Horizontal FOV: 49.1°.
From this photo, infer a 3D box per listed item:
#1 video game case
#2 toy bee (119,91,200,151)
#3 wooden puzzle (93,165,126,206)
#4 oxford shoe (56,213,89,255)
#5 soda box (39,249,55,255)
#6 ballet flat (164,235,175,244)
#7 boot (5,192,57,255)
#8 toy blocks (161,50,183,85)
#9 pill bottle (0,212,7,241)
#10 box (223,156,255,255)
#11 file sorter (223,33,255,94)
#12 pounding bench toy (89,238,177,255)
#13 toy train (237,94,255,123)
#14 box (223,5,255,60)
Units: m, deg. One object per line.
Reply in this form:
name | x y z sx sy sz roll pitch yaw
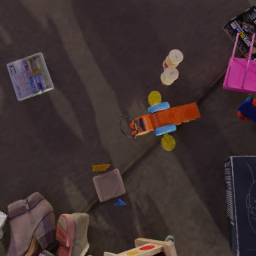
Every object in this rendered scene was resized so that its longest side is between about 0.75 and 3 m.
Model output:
video game case | -3.338 -1.761 9.566 1.255 0.152 1.378 -21 79 -4
toy bee | 0.760 -0.273 8.798 2.797 1.520 1.831 10 73 -24
wooden puzzle | -0.598 1.808 8.908 0.957 0.166 1.419 -13 79 2
oxford shoe | -1.559 3.765 8.163 0.951 0.912 2.576 3 96 -39
soda box | -2.692 4.351 8.284 0.459 0.427 1.343 29 82 5
ballet flat | 1.074 3.720 8.453 0.346 0.327 1.027 34 81 6
boot | -3.221 3.064 8.412 2.248 0.789 1.643 -29 74 -7
toy blocks | 1.250 -1.749 8.607 0.422 1.162 0.968 17 82 -4
pill bottle | -4.346 3.383 8.127 1.087 1.087 1.922 19 80 3
box | 4.247 2.161 7.828 2.742 1.699 2.695 -2 78 12
file sorter | 4.182 -1.963 8.553 2.086 1.308 1.450 14 57 18
pounding bench toy | -0.012 4.162 7.794 2.101 2.694 1.674 -5 79 -33
toy train | 4.942 -0.387 8.952 2.528 1.070 1.463 38 67 5
box | 4.323 -3.272 9.727 1.293 0.400 1.620 -34 81 -4
